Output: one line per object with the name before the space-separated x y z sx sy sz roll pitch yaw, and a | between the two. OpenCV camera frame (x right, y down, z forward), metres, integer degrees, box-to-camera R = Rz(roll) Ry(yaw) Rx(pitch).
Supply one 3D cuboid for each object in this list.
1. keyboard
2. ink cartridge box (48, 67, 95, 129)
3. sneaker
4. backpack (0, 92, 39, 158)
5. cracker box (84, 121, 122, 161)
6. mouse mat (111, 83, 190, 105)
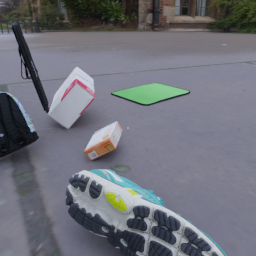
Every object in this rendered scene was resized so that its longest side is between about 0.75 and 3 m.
keyboard | -2.527 -1.456 6.987 0.434 2.189 1.139 -17 27 -9
ink cartridge box | -1.682 -0.971 8.552 0.759 1.308 1.772 37 17 -21
sneaker | 0.272 1.222 3.864 2.537 0.983 1.010 29 20 32
backpack | -2.782 -0.151 6.442 1.099 1.347 1.036 -27 11 -3
cracker box | -0.559 0.287 6.664 0.699 0.301 1.043 -26 19 19
mouse mat | 0.937 -1.459 11.547 2.724 0.103 2.192 -18 28 -37
